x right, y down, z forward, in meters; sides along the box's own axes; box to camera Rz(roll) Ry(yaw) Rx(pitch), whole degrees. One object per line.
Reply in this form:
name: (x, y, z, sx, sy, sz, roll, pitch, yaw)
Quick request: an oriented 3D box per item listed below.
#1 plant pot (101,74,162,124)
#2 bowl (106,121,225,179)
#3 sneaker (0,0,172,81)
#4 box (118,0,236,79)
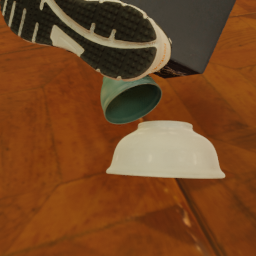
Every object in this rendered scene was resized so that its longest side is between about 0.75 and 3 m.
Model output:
plant pot: (-0.038, -0.803, 5.926, 1.286, 1.286, 0.862, -17, 62, -16)
bowl: (0.516, 0.315, 3.976, 1.628, 1.628, 0.732, 1, 81, 1)
sneaker: (-0.578, -1.318, 3.539, 2.553, 0.941, 1.021, 35, 23, 18)
box: (0.124, -2.247, 5.674, 2.837, 1.477, 2.584, 22, 4, -9)
